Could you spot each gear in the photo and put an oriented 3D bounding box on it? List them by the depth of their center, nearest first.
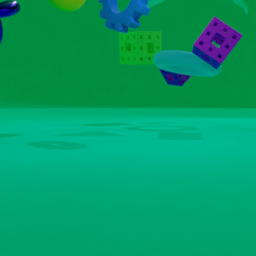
[{"bbox_3d":[-0.060,-2.408,5.108,0.231,1.247,1.247,-3,5,-44],"label":"gear"}]

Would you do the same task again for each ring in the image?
[{"bbox_3d":[1.793,-1.949,8.575,2.068,0.414,2.068,10,5,-1],"label":"ring"}]

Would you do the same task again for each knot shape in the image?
[{"bbox_3d":[-3.429,-2.434,6.495,1.610,0.795,1.720,-39,-5,39],"label":"knot shape"}]

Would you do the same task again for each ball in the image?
[{"bbox_3d":[-1.462,-3.313,6.642,1.017,1.017,1.017,0,4,0],"label":"ball"}]

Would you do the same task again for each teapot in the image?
[{"bbox_3d":[2.909,-3.817,7.123,0.846,1.727,1.074,1,4,-23],"label":"teapot"}]

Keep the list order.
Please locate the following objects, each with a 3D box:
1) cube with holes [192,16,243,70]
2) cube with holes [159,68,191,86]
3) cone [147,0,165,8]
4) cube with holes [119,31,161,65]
[{"bbox_3d":[1.902,-1.811,6.070,0.700,0.700,0.700,38,8,7],"label":"cube with holes"},{"bbox_3d":[1.886,-2.216,10.870,0.807,0.807,0.807,-48,35,-16],"label":"cube with holes"},{"bbox_3d":[0.992,-3.584,6.929,1.448,1.442,1.442,28,20,33],"label":"cone"},{"bbox_3d":[0.446,-2.944,10.340,1.110,1.110,1.110,-13,19,-34],"label":"cube with holes"}]
